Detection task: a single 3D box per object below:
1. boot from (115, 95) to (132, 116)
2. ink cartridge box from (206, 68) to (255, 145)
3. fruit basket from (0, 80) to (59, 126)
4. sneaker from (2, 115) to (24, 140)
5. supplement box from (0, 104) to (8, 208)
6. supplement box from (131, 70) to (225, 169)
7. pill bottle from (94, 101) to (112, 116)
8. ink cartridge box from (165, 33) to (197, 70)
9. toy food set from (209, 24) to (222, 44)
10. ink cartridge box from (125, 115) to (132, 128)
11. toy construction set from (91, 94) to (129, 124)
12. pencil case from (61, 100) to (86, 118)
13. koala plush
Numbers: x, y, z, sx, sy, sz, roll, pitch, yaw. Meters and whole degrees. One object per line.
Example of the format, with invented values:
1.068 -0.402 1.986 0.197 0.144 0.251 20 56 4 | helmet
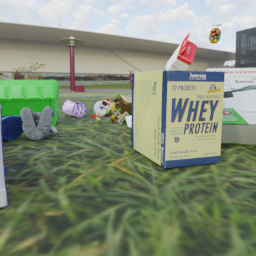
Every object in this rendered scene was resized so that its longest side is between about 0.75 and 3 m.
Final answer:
0.658 -0.990 12.828 1.960 0.913 2.534 -6 16 -29 | boot
2.759 -0.613 7.161 1.467 0.831 2.002 0 50 6 | ink cartridge box
-3.782 -0.910 10.279 2.593 1.870 2.593 6 25 -3 | fruit basket
-3.492 0.023 7.029 0.774 0.696 1.986 11 13 19 | sneaker
-2.559 0.231 3.916 1.279 1.252 2.475 -6 11 -32 | supplement box
0.887 -0.273 5.611 1.148 1.710 1.709 -3 9 -19 | supplement box
-1.084 -0.964 13.331 0.694 0.694 1.237 3 9 16 | pill bottle
2.371 -3.055 12.449 0.695 1.201 2.067 27 -33 -7 | ink cartridge box
3.447 -3.668 10.990 0.452 0.769 0.251 0 31 1 | toy food set
1.425 -0.111 8.663 2.887 0.724 2.342 -10 10 -1 | ink cartridge box
-0.586 -0.503 10.279 1.253 1.045 0.963 -27 34 -25 | toy construction set
-2.467 -0.901 12.861 0.710 0.723 1.691 -8 13 -30 | pencil case
-2.410 -0.032 7.678 0.871 0.902 0.982 -3 -12 -7 | koala plush
